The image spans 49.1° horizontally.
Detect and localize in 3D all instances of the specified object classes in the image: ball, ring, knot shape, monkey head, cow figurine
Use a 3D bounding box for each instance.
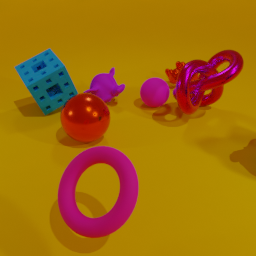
[{"bbox_3d":[0.765,-1.016,8.007,0.846,0.846,0.846,0,31,0],"label":"ball"},{"bbox_3d":[-0.431,0.838,3.811,1.230,0.246,1.230,-10,65,23],"label":"ring"},{"bbox_3d":[-0.969,-0.235,6.421,1.134,1.134,1.134,0,31,0],"label":"ball"},{"bbox_3d":[1.835,-1.096,7.140,1.947,2.080,0.961,-24,70,-42],"label":"knot shape"},{"bbox_3d":[-0.601,-1.227,8.092,0.995,0.834,1.384,-18,25,53],"label":"monkey head"},{"bbox_3d":[1.821,-1.701,9.280,1.030,1.013,0.565,-34,25,-7],"label":"cow figurine"}]

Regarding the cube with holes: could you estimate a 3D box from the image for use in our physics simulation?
[{"bbox_3d":[-2.199,-1.266,7.655,1.081,1.081,1.081,-32,51,-12],"label":"cube with holes"}]
